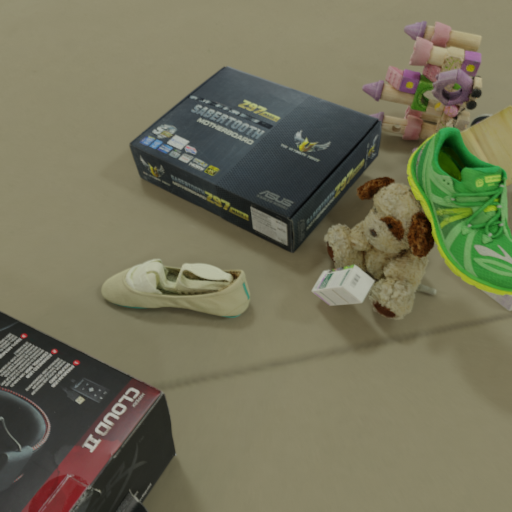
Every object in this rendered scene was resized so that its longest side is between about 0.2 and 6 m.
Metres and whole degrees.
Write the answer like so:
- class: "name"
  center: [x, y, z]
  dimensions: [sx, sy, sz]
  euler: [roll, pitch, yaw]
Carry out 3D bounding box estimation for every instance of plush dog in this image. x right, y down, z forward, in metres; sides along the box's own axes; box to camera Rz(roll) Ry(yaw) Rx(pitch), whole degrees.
- class: "plush dog"
  center: [1.988, -0.267, 7.867]
  dimensions: [1.471, 1.574, 1.833]
  euler: [-19, 47, -19]

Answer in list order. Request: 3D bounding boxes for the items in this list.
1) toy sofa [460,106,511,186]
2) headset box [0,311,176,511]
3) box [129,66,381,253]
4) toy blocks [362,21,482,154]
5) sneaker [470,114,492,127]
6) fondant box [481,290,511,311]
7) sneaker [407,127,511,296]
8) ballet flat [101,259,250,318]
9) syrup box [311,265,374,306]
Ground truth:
- class: "toy sofa"
  center: [3.654, -1.561, 8.674]
  dimensions: [0.988, 1.165, 2.387]
  euler: [63, 29, 2]
- class: "headset box"
  center: [-2.752, 2.123, 5.534]
  dimensions: [3.634, 1.363, 2.701]
  euler: [20, 47, 19]
- class: "box"
  center: [-0.010, -1.860, 9.775]
  dimensions: [3.485, 0.889, 2.748]
  euler: [29, 59, 26]
- class: "toy blocks"
  center: [2.877, -2.981, 10.336]
  dimensions: [1.897, 2.106, 2.253]
  euler: [15, 48, 6]
- class: "sneaker"
  center: [4.511, -2.049, 10.362]
  dimensions: [0.688, 0.679, 1.732]
  euler: [-17, 48, -25]
- class: "fondant box"
  center: [3.588, 0.258, 8.251]
  dimensions: [0.735, 0.297, 1.019]
  euler: [-26, 49, -24]
- class: "sneaker"
  center: [2.551, -0.558, 6.646]
  dimensions: [0.862, 0.972, 2.327]
  euler: [-14, 62, -19]
- class: "ballet flat"
  center: [-1.151, 0.360, 7.846]
  dimensions: [2.168, 0.753, 0.753]
  euler: [5, 44, 5]
- class: "syrup box"
  center: [1.157, 0.413, 7.598]
  dimensions: [0.375, 0.922, 0.363]
  euler: [38, 72, -13]
